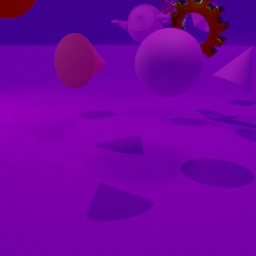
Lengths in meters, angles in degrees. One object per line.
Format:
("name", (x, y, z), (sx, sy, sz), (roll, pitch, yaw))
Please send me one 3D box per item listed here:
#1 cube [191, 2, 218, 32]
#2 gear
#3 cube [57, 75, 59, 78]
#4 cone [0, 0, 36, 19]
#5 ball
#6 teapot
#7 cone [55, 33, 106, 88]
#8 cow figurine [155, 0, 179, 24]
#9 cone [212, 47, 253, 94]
("cube", (3.228, -4.660, 11.595), (0.830, 0.830, 0.830), (7, -23, -38))
("gear", (2.162, -3.162, 8.914), (1.980, 1.980, 0.366), (14, 38, 36))
("cube", (-1.951, -2.209, 10.106), (0.853, 0.853, 0.853), (22, -29, -15))
("cone", (-2.110, -2.397, 4.475), (1.100, 1.100, 1.105), (-10, 30, -28))
("ball", (0.818, -1.292, 5.632), (1.354, 1.354, 1.354), (0, 18, 0))
("teapot", (0.443, -3.383, 8.924), (1.909, 1.187, 0.934), (1, -7, 21))
("cone", (-0.979, -1.718, 7.376), (1.313, 1.313, 1.318), (11, 14, 31))
("cow figurine", (1.442, -4.356, 9.745), (0.731, 1.310, 1.331), (-1, 35, -24))
("cone", (3.200, -1.745, 7.885), (1.178, 1.182, 1.178), (26, 9, -5))
